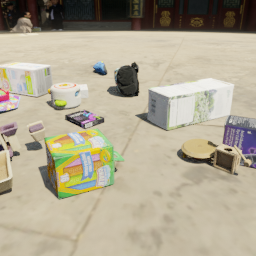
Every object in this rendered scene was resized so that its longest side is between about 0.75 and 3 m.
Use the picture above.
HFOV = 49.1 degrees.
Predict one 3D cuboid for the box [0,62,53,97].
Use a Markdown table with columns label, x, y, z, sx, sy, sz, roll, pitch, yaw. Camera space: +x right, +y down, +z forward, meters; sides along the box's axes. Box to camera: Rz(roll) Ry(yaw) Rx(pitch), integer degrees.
| label | x | y | z | sx | sy | sz | roll | pitch | yaw |
| --- | --- | --- | --- | --- | --- | --- | --- | --- | --- |
| box | -4.702 | -2.272 | 12.885 | 2.218 | 1.247 | 1.124 | 11 | 26 | 24 |

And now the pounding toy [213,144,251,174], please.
| label | x | y | z | sx | sy | sz | roll | pitch | yaw |
| --- | --- | --- | --- | --- | --- | --- | --- | --- | --- |
| pounding toy | 2.545 | 0.685 | 6.686 | 0.853 | 0.750 | 0.390 | 21 | 31 | 39 |

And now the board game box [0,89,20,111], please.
| label | x | y | z | sx | sy | sz | roll | pitch | yaw |
| --- | --- | --- | --- | --- | --- | --- | --- | --- | --- |
| board game box | -5.553 | -1.289 | 11.213 | 2.231 | 0.550 | 2.824 | -2 | 21 | -17 |

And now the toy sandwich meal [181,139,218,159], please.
| label | x | y | z | sx | sy | sz | roll | pitch | yaw |
| --- | --- | --- | --- | --- | --- | --- | --- | --- | --- |
| toy sandwich meal | 1.903 | 0.610 | 7.426 | 1.046 | 0.358 | 1.046 | -2 | 26 | 1 |

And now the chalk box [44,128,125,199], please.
| label | x | y | z | sx | sy | sz | roll | pitch | yaw |
| --- | --- | --- | --- | --- | --- | --- | --- | --- | --- |
| chalk box | -0.909 | 0.706 | 6.295 | 1.660 | 1.029 | 1.036 | -12 | 27 | -25 |

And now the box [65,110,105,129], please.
| label | x | y | z | sx | sy | sz | roll | pitch | yaw |
| --- | --- | --- | --- | --- | --- | --- | --- | --- | --- |
| box | -1.510 | -0.328 | 9.714 | 0.846 | 0.213 | 1.183 | -21 | 30 | -40 |

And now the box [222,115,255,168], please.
| label | x | y | z | sx | sy | sz | roll | pitch | yaw |
| --- | --- | --- | --- | --- | --- | --- | --- | --- | --- |
| box | 3.143 | 0.366 | 7.035 | 1.438 | 1.064 | 0.750 | 10 | 26 | 24 |

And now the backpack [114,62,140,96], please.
| label | x | y | z | sx | sy | sz | roll | pitch | yaw |
| --- | --- | --- | --- | --- | --- | --- | --- | --- | --- |
| backpack | -0.044 | -2.291 | 12.843 | 1.135 | 1.496 | 1.793 | -3 | 17 | 3 |

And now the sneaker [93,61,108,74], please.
| label | x | y | z | sx | sy | sz | roll | pitch | yaw |
| --- | --- | --- | --- | --- | --- | --- | --- | --- | --- |
| sneaker | -1.674 | -3.537 | 16.769 | 0.726 | 0.611 | 1.852 | -19 | 27 | -5 |

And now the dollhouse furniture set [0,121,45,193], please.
| label | x | y | z | sx | sy | sz | roll | pitch | yaw |
| --- | --- | --- | --- | --- | --- | --- | --- | --- | --- |
| dollhouse furniture set | -2.765 | 0.175 | 6.349 | 1.761 | 1.578 | 2.223 | -20 | 31 | -17 |

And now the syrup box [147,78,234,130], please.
| label | x | y | z | sx | sy | sz | roll | pitch | yaw |
| --- | --- | --- | --- | --- | --- | --- | --- | --- | --- |
| syrup box | 2.225 | -0.913 | 9.844 | 2.961 | 1.166 | 1.206 | -13 | 27 | -28 |

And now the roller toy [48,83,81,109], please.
| label | x | y | z | sx | sy | sz | roll | pitch | yaw |
| --- | --- | --- | --- | --- | --- | --- | --- | --- | --- |
| roller toy | -2.486 | -1.339 | 11.183 | 1.171 | 0.897 | 1.284 | -14 | 27 | -29 |

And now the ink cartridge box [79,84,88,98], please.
| label | x | y | z | sx | sy | sz | roll | pitch | yaw |
| --- | --- | --- | --- | --- | --- | --- | --- | --- | --- |
| ink cartridge box | -2.167 | -1.684 | 12.612 | 0.673 | 0.397 | 1.170 | -5 | 24 | -11 |
